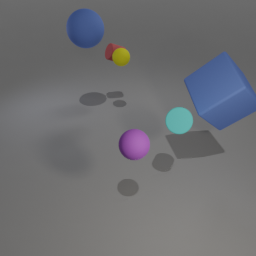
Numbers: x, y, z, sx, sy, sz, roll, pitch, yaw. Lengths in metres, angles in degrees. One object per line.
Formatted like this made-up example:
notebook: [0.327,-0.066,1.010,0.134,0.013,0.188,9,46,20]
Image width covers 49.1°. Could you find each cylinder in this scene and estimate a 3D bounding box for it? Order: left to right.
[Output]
cylinder: [-0.534,-3.229,12.107,0.700,0.700,0.700,8,24,-33]
cylinder: [1.373,-0.198,7.505,0.700,0.700,0.700,7,3,11]

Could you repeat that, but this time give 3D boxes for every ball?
ball: [-1.588,-3.698,10.444,1.400,1.400,1.400,0,32,0]
ball: [-0.269,-2.796,11.061,0.700,0.700,0.700,0,32,0]
ball: [0.138,0.371,6.262,0.700,0.700,0.700,0,32,0]

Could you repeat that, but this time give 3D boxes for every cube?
cube: [2.721,-1.016,8.100,1.400,1.400,1.400,26,41,-44]
